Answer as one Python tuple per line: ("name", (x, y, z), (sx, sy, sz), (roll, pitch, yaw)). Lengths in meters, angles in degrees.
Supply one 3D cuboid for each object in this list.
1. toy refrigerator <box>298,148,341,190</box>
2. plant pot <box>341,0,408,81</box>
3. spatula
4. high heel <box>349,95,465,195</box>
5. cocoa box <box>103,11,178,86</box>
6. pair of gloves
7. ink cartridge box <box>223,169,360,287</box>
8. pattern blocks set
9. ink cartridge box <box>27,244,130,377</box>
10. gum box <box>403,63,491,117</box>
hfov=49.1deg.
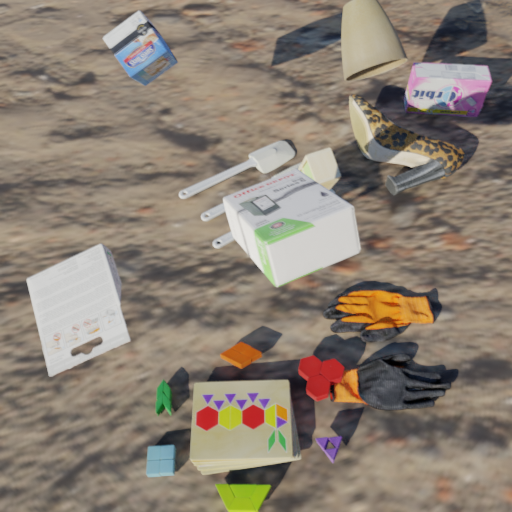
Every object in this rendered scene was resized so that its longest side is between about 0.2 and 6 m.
("toy refrigerator", (0.982, -1.323, 9.492), (0.479, 1.368, 0.519), (-19, 85, -8))
("plant pot", (2.197, -4.331, 11.064), (1.274, 1.274, 1.361), (-17, 95, -12))
("spatula", (-0.053, -1.378, 12.023), (2.919, 0.234, 2.030), (-29, 65, -18))
("high heel", (3.300, -2.721, 12.446), (1.900, 0.952, 2.665), (-21, 71, -10))
("cocoa box", (-2.126, -3.849, 10.522), (0.865, 1.297, 0.851), (-33, 97, 7))
("pair of gloves", (2.243, 1.585, 9.812), (2.046, 0.284, 2.296), (0, 55, 0))
("ink cartridge box", (0.346, -0.366, 6.236), (1.022, 0.590, 1.405), (-23, 31, -12))
("pattern blocks set", (-0.169, 2.671, 8.993), (3.074, 0.249, 2.702), (5, 55, 7))
("ink cartridge box", (-2.168, 0.674, 6.956), (1.104, 0.343, 1.371), (-25, 69, 3))
("gum box", (4.560, -3.940, 13.311), (1.841, 1.045, 0.609), (4, 54, 3))
